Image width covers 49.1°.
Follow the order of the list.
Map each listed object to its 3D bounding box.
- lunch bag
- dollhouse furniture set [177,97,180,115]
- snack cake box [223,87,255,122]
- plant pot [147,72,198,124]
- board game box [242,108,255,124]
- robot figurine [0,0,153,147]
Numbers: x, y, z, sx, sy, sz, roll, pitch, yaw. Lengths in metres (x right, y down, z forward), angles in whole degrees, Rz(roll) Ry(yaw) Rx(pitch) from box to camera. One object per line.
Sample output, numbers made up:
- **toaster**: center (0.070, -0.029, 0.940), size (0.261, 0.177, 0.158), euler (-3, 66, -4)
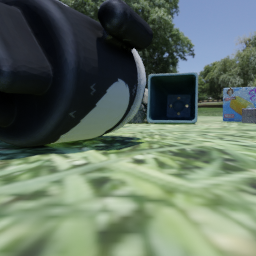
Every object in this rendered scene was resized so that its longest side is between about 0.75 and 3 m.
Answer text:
- **lunch bag**: center (0.308, -0.915, 10.856), size (1.203, 1.448, 1.726), euler (1, 3, 23)
- **dollhouse furniture set**: center (2.243, -0.925, 12.540), size (0.826, 1.314, 1.486), euler (-1, 4, -39)
- **snack cake box**: center (5.417, -0.984, 11.812), size (2.594, 1.491, 0.871), euler (2, 4, 37)
- **plant pot**: center (1.766, -0.948, 10.422), size (1.737, 1.742, 1.774), euler (1, -6, 18)
- **board game box**: center (5.018, -0.447, 10.408), size (1.158, 0.561, 0.923), euler (-1, 3, -19)
- **robot figurine**: center (-0.774, -0.582, 3.365), size (1.905, 1.582, 2.535), euler (8, 6, 26)
